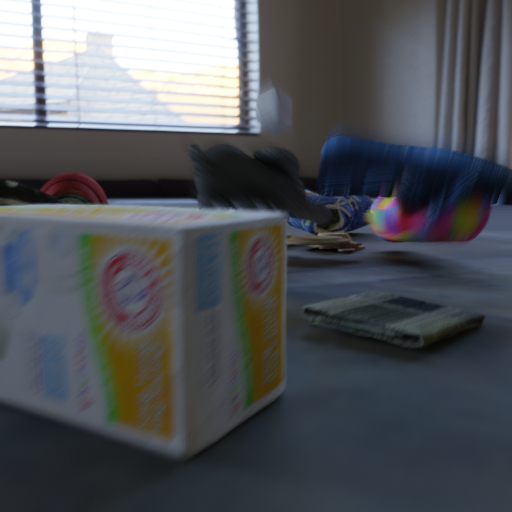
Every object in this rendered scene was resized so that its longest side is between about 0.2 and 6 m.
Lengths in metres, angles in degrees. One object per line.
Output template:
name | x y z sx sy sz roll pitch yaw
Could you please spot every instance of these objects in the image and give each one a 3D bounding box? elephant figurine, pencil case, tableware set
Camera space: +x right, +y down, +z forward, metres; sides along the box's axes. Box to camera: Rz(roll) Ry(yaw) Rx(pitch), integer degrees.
elephant figurine | 0.148 -1.138 9.136 2.088 1.478 1.620 13 30 15
pencil case | 2.702 -0.725 9.179 1.104 1.104 2.497 -2 2 -12
tableware set | 0.563 -0.222 9.853 2.803 0.325 2.342 3 6 27

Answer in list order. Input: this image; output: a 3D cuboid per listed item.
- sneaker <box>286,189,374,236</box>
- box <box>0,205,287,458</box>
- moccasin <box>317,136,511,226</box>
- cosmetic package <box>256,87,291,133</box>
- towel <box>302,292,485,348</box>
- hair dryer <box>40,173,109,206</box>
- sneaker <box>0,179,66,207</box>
sneaker | 1.853 -0.862 12.965 2.955 1.119 1.138 -5 32 -38
box | -0.839 0.249 3.126 1.863 1.048 0.944 5 9 29
moccasin | 2.075 -0.880 7.370 2.688 0.917 1.082 16 -5 36
cosmetic package | 0.296 -2.445 9.407 0.436 0.521 0.433 -16 -27 40
towel | 1.120 0.525 4.616 1.132 0.203 1.176 11 11 43
hair dryer | -3.504 -0.611 8.054 2.814 1.004 3.694 5 19 25
sneaker | -3.077 -0.029 5.615 2.821 1.085 1.250 -4 -15 -10
